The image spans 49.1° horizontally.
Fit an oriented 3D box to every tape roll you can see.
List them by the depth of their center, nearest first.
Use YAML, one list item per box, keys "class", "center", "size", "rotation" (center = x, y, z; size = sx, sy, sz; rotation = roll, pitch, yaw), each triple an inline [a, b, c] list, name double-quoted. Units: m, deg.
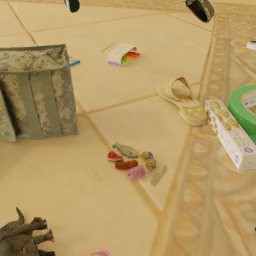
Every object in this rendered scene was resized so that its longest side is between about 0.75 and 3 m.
- class: "tape roll"
  center: [4.389, -0.422, 8.453]
  size: [2.687, 0.646, 2.687]
  rotation: [0, 37, 0]

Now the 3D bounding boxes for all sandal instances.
- class: "sandal"
  center: [1.807, -1.238, 9.287]
  size: [1.044, 0.937, 2.848]
  rotation: [-10, 38, -13]

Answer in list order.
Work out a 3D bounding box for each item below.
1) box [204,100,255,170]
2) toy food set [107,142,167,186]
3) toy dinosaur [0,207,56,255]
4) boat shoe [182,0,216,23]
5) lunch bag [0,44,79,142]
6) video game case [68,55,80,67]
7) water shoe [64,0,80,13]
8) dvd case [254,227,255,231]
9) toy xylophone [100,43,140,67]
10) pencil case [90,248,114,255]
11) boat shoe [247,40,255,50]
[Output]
- class: "box"
  center: [2.832, 0.074, 7.888]
  size: [0.546, 0.510, 2.637]
  rotation: [-4, 37, -5]
- class: "toy food set"
  center: [0.119, 0.833, 7.092]
  size: [1.612, 0.254, 1.025]
  rotation: [19, 41, 24]
- class: "toy dinosaur"
  center: [-1.952, 2.071, 4.982]
  size: [1.107, 0.833, 2.164]
  rotation: [-14, 41, -28]
- class: "boat shoe"
  center: [2.285, -4.490, 9.754]
  size: [0.706, 1.977, 0.591]
  rotation: [-13, 46, 58]
- class: "lunch bag"
  center: [-2.925, -0.895, 7.647]
  size: [2.844, 2.333, 1.672]
  rotation: [-6, 40, -8]
- class: "video game case"
  center: [-3.038, -2.963, 12.266]
  size: [1.590, 0.142, 1.138]
  rotation: [29, 46, 32]
- class: "water shoe"
  center: [-1.988, -4.596, 9.190]
  size: [0.599, 1.677, 0.662]
  rotation: [-30, 69, -21]
- class: "dvd case"
  center: [3.869, 2.679, 4.632]
  size: [2.949, 0.259, 2.104]
  rotation: [5, 38, 6]
- class: "toy xylophone"
  center: [-0.377, -3.332, 12.484]
  size: [1.348, 0.463, 1.841]
  rotation: [23, 43, 28]
- class: "pencil case"
  center: [0.480, 2.808, 3.614]
  size: [2.966, 1.297, 1.297]
  rotation: [20, 41, 25]
- class: "boat shoe"
  center: [3.710, -2.191, 7.115]
  size: [0.496, 0.488, 1.377]
  rotation: [-13, 24, -35]
